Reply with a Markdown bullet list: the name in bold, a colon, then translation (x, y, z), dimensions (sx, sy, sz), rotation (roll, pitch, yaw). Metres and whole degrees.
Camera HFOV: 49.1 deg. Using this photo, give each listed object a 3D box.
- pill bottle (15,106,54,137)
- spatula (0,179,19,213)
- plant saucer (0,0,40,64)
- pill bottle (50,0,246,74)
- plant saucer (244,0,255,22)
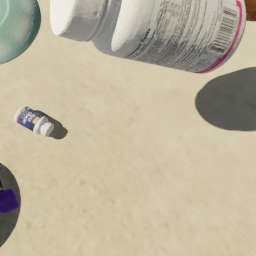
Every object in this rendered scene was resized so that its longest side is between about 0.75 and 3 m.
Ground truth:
- **pill bottle**: translation (-2.424, -0.157, 7.299), dimensions (0.916, 0.509, 0.509), rotation (29, 80, 5)
- **spatula**: translation (-3.317, 1.328, 7.150), dimensions (0.489, 0.178, 1.732), rotation (-23, 77, -19)
- **plant saucer**: translation (-4.028, -3.219, 7.926), dimensions (2.933, 0.565, 2.933), rotation (0, 79, 1)
- **pill bottle**: translation (0.347, -1.924, 4.637), dimensions (2.930, 1.661, 1.661), rotation (4, 76, -30)
- **plant saucer**: translation (2.683, -2.552, 5.243), dimensions (1.547, 1.547, 0.290), rotation (2, 78, 0)
